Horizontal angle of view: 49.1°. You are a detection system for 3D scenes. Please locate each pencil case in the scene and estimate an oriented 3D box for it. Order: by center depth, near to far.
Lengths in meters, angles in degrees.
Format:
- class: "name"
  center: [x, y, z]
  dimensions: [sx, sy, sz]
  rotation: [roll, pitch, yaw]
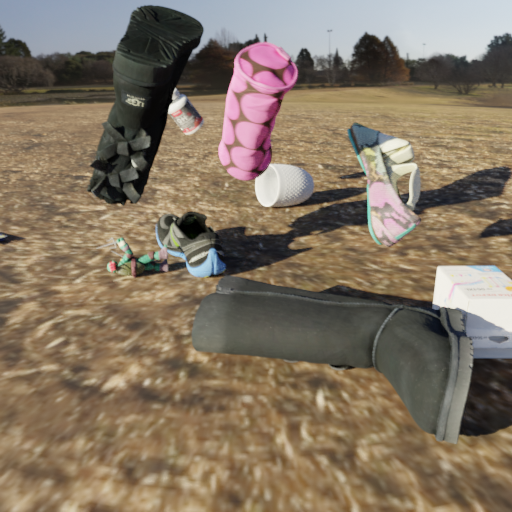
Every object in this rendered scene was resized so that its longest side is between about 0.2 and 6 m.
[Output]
- class: "pencil case"
  center: [0.005, -1.770, 6.956]
  dimensions: [0.854, 1.822, 0.827]
  rotation: [-35, 76, -24]

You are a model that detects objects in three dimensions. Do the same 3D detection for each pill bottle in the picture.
- class: "pill bottle"
  center: [-1.832, -3.584, 13.841]
  dimensions: [0.606, 1.095, 0.606]
  rotation: [-24, 39, 21]

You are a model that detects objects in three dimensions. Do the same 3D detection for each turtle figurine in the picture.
- class: "turtle figurine"
  center: [-2.241, 0.091, 10.211]
  dimensions: [1.250, 0.629, 0.936]
  rotation: [-3, -21, -12]

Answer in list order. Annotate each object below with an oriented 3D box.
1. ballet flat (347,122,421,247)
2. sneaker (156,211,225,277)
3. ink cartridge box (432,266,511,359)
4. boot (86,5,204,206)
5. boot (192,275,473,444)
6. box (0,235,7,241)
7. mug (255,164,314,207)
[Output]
- class: "ballet flat"
  center: [1.812, -1.114, 7.630]
  dimensions: [0.795, 0.772, 2.234]
  rotation: [-26, 45, 26]
- class: "sneaker"
  center: [-1.259, -0.420, 10.913]
  dimensions: [0.897, 1.048, 2.530]
  rotation: [-8, 21, -26]
- class: "ink cartridge box"
  center: [3.137, 0.787, 7.784]
  dimensions: [0.905, 0.882, 1.408]
  rotation: [-1, 19, -2]
- class: "boot"
  center: [-1.982, -2.655, 9.932]
  dimensions: [1.234, 2.732, 3.334]
  rotation: [17, 38, -7]
- class: "boot"
  center: [0.748, 1.038, 6.689]
  dimensions: [3.245, 1.065, 2.674]
  rotation: [10, 10, 14]
- class: "box"
  center: [-5.891, -0.371, 12.113]
  dimensions: [0.920, 0.149, 0.558]
  rotation: [11, 23, 31]
- class: "mug"
  center: [0.722, -1.819, 15.032]
  dimensions: [1.318, 1.110, 1.504]
  rotation: [-4, -12, -33]
